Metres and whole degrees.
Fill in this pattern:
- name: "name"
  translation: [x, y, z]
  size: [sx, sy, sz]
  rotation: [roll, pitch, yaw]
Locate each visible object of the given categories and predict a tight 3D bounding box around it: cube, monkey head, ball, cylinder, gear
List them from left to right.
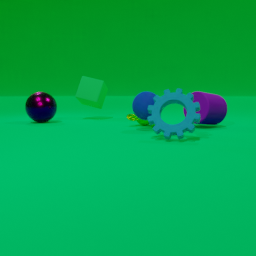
- name: "ball"
  translation: [-2.893, -0.695, 9.347]
  size: [1.026, 1.026, 1.026]
  rotation: [0, 7, 0]
- name: "cube"
  translation: [-1.357, -1.329, 10.605]
  size: [0.864, 0.864, 0.864]
  rotation: [15, -11, 10]
- name: "ball"
  translation: [0.483, -0.578, 7.317]
  size: [0.750, 0.750, 0.750]
  rotation: [0, 7, 0]
- name: "monkey head"
  translation: [0.584, -0.282, 8.400]
  size: [1.179, 0.848, 0.710]
  rotation: [6, -35, -37]
- name: "gear"
  translation: [0.954, -0.299, 5.858]
  size: [1.081, 1.081, 0.200]
  rotation: [2, -20, 15]
- name: "cylinder"
  translation: [2.222, -0.556, 8.069]
  size: [0.906, 0.906, 0.906]
  rotation: [3, 4, -38]
